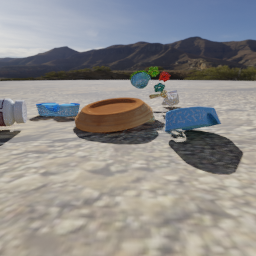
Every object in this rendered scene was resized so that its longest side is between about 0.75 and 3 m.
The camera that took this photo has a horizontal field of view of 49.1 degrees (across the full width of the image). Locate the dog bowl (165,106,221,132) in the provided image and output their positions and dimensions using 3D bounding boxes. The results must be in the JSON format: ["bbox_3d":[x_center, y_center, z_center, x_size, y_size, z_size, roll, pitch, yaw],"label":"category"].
[{"bbox_3d":[1.562,-0.219,6.791,1.002,0.446,1.797,-12,-5,38],"label":"dog bowl"}]

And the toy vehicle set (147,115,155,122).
[{"bbox_3d":[0.341,-0.400,9.308,0.840,0.179,1.352,-1,12,-6],"label":"toy vehicle set"}]

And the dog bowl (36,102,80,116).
[{"bbox_3d":[-2.512,-0.672,10.088,1.615,0.400,0.900,3,12,11],"label":"dog bowl"}]

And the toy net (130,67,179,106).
[{"bbox_3d":[1.386,-1.743,11.677,1.416,0.521,2.699,-38,-41,29],"label":"toy net"}]

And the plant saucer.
[{"bbox_3d":[-0.423,-0.469,8.102,2.282,0.427,2.282,-6,19,2],"label":"plant saucer"}]

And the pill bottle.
[{"bbox_3d":[-3.527,-0.414,7.605,1.401,0.768,0.768,-2,12,-9],"label":"pill bottle"}]
